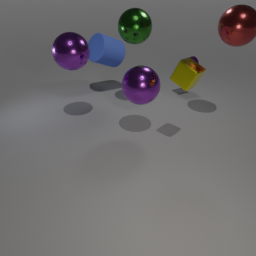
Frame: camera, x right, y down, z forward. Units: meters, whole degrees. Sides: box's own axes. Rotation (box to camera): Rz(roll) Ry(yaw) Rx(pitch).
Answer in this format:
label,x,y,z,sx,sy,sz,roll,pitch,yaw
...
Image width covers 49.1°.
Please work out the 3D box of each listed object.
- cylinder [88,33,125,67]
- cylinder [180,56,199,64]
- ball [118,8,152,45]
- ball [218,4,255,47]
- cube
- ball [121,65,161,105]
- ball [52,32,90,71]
label,x,y,z,sx,sy,sz,roll,pitch,yaw
cylinder,-1.089,-3.856,13.981,1.400,1.400,1.400,3,19,-45
cylinder,2.975,-3.087,13.691,0.700,0.700,0.700,-20,34,-18
ball,0.281,-4.118,11.361,1.400,1.400,1.400,0,29,0
ball,3.900,-3.593,9.877,1.400,1.400,1.400,0,29,0
cube,1.895,-1.707,8.872,0.700,0.700,0.700,41,40,16
ball,0.466,-1.535,10.065,1.400,1.400,1.400,0,29,0
ball,-2.132,-2.865,10.488,1.400,1.400,1.400,0,29,0
